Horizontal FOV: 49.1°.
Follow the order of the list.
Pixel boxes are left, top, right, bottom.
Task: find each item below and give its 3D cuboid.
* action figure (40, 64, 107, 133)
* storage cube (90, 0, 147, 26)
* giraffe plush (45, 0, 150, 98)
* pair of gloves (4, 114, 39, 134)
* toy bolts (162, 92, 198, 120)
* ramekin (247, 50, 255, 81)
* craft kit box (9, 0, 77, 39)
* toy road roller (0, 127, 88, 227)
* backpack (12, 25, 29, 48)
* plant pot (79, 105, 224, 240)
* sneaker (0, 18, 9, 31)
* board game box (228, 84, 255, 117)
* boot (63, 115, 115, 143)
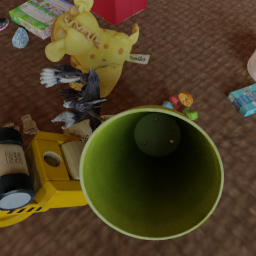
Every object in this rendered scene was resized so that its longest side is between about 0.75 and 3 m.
[{"bbox_3d":[-1.295,-0.727,6.594,1.316,1.533,2.579,-12,24,-16],"label":"action figure"},{"bbox_3d":[-0.538,-6.060,11.877,2.388,2.146,2.041,39,63,24],"label":"storage cube"},{"bbox_3d":[-1.248,-2.447,8.262,2.997,2.430,2.586,-3,73,39],"label":"giraffe plush"},{"bbox_3d":[-3.329,0.039,8.684,0.961,0.169,0.817,-30,56,-22],"label":"pair of gloves"},{"bbox_3d":[1.463,-0.599,8.719,0.771,1.062,1.112,-38,44,-17],"label":"toy bolts"},{"bbox_3d":[5.474,-2.393,9.906,2.120,1.033,2.120,0,54,0],"label":"ramekin"},{"bbox_3d":[-3.568,-4.915,12.085,2.156,0.523,2.129,35,59,22],"label":"craft kit box"},{"bbox_3d":[-2.390,1.355,7.023,2.914,2.128,1.791,8,43,-42],"label":"toy road roller"},{"bbox_3d":[-4.215,-3.507,10.992,0.601,0.638,0.782,33,66,6],"label":"backpack"},{"bbox_3d":[0.581,0.554,6.556,2.682,2.682,2.867,8,17,6],"label":"plant pot"},{"bbox_3d":[-5.721,-4.380,11.556,1.474,0.703,0.582,-21,55,-16],"label":"sneaker"},{"bbox_3d":[4.130,-0.963,9.327,1.215,0.285,0.918,-19,56,-13],"label":"board game box"},{"bbox_3d":[-1.138,0.355,8.120,1.523,0.710,1.969,5,49,2],"label":"boot"}]
